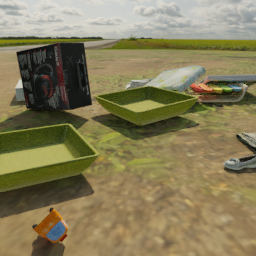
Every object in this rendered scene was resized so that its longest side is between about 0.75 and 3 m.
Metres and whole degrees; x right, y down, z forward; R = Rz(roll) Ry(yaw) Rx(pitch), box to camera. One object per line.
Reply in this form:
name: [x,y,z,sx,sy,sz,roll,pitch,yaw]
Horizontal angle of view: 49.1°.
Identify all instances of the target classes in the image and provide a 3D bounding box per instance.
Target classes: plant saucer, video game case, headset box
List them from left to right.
plant saucer: [-2.080,0.619,6.182,2.303,0.551,2.300,-9,21,-25]
headset box: [-2.578,-1.801,10.034,2.965,2.204,1.112,4,16,40]
plant saucer: [0.610,-0.821,10.053,2.730,0.653,2.726,-16,25,-32]
video game case: [4.770,-2.187,13.474,2.574,0.283,2.346,-1,-2,-1]

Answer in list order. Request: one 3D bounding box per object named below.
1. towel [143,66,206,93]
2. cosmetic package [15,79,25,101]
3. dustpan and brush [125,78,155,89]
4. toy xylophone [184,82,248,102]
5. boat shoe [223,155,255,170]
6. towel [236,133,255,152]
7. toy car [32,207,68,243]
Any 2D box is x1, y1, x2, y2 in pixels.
towel: [1.851,-1.940,12.159,2.075,0.584,2.424,-41,26,-32]
cosmetic package: [-4.197,-1.857,13.191,1.854,0.635,2.459,-7,20,-14]
dustpan and brush: [0.841,-2.430,14.968,1.944,0.556,1.356,1,19,4]
toy xylophone: [3.720,-1.686,12.593,2.789,0.701,2.042,-2,19,-7]
boat shoe: [2.523,0.750,6.246,0.816,0.262,0.301,-2,19,-6]
towel: [3.824,0.349,7.428,1.447,0.250,1.394,-3,19,-6]
toy car: [-1.301,1.648,3.742,0.447,0.660,1.345,42,51,6]
